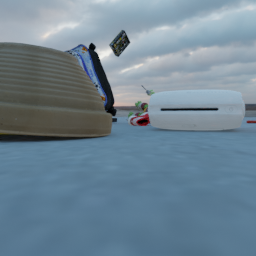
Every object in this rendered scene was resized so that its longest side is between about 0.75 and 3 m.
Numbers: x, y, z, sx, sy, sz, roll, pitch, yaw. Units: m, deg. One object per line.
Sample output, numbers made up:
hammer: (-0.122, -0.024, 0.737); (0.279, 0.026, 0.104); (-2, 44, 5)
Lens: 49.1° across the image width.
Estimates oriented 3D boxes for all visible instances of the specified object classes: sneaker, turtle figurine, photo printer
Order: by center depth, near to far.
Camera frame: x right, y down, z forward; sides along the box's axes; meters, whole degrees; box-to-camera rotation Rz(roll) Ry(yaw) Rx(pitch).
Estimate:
photo printer: (1.551, -0.394, 6.415); (1.987, 0.830, 2.389); (1, 2, 17)
sneaker: (0.572, -0.219, 8.660); (1.057, 0.414, 0.611); (-17, 21, -35)
turtle figurine: (0.510, -0.845, 10.993); (1.898, 1.366, 1.840); (3, -3, -23)

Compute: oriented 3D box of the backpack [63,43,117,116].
backpack: (-2.226, -1.418, 10.327); (2.798, 2.938, 2.263); (-21, -6, 19)

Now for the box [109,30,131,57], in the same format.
box: (-0.315, -3.356, 11.136); (0.206, 0.835, 0.667); (31, -11, 35)

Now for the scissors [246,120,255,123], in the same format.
scissors: (5.590, -0.244, 10.747); (2.057, 0.143, 0.752); (0, 0, 43)

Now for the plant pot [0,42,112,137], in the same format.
plant pot: (-1.519, -0.606, 4.510); (2.647, 1.222, 2.647); (7, 4, 0)

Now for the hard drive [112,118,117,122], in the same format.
hard drive: (-1.245, -0.381, 13.094); (1.285, 0.211, 0.897); (1, 3, 13)
